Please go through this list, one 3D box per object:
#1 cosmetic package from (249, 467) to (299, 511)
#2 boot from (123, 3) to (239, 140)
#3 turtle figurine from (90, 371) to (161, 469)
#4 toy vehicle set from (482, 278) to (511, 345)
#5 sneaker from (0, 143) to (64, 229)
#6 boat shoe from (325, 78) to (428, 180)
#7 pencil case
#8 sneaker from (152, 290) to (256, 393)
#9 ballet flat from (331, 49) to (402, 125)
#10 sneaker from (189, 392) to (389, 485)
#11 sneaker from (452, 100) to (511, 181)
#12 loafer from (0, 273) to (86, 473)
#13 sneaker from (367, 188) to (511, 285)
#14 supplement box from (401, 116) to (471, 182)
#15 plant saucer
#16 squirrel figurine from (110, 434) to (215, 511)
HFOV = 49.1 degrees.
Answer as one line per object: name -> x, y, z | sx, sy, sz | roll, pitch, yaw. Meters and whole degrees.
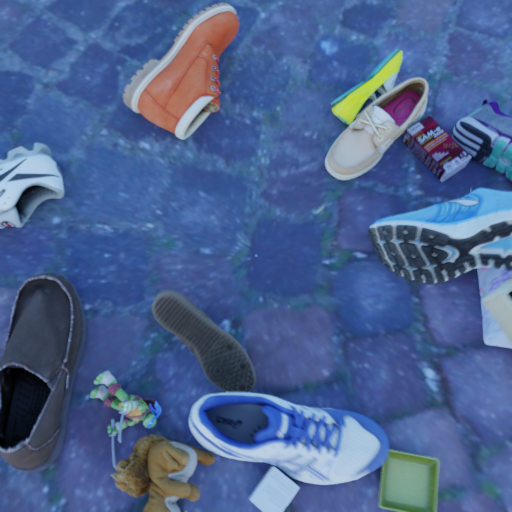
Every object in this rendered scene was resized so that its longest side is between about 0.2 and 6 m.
cosmetic package -> 0.287, 3.849, 9.080 | 0.533, 0.532, 0.646 | 36, 73, 12
boot -> -1.141, -3.883, 11.893 | 1.682, 1.177, 3.138 | 38, 81, 10
turtle figurine -> -2.362, 2.624, 9.376 | 1.212, 0.899, 1.250 | 37, 68, 19
toy vehicle set -> 5.636, 0.861, 9.584 | 3.480, 0.461, 2.162 | -27, 79, -29
sneaker -> -5.131, -0.977, 10.670 | 3.015, 1.117, 1.334 | -30, 69, -11
boat shoe -> 2.479, -2.689, 11.430 | 1.022, 0.959, 2.773 | 42, 74, 15
pencil case -> 4.537, 0.538, 10.102 | 0.942, 1.028, 2.266 | 9, 66, -11
sneaker -> -0.852, 1.446, 9.911 | 0.821, 0.880, 2.331 | -41, 97, 4
ballet flat -> 2.501, -3.564, 12.019 | 2.080, 0.695, 0.697 | -41, 95, -12
sneaker -> 0.529, 2.914, 8.960 | 3.320, 1.463, 1.250 | 6, 67, 1
sneaker -> 5.524, -2.070, 11.141 | 3.055, 1.137, 1.337 | 40, 69, 15
loafer -> -3.684, 1.825, 9.506 | 1.254, 1.219, 3.434 | -4, 68, -2
sneaker -> 3.665, -0.444, 9.999 | 3.391, 1.329, 1.525 | -2, 35, 36
supplement box -> 3.704, -2.216, 11.556 | 0.692, 0.387, 1.271 | -34, 71, -15
plant saucer -> 2.512, 3.761, 9.279 | 0.925, 0.222, 0.926 | 9, 69, 5
squirrel figurine -> -1.586, 3.671, 9.061 | 1.415, 1.001, 1.320 | 15, 79, 21
